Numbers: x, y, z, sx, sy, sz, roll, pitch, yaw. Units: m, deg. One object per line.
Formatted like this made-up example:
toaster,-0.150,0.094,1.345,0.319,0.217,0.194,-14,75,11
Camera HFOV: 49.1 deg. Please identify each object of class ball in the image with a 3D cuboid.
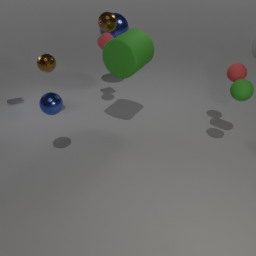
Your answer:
ball,3.992,-2.023,10.258,0.700,0.700,0.700,0,31,0
ball,-0.746,-3.895,10.290,0.700,0.700,0.700,0,31,0
ball,-2.328,-0.734,8.502,0.700,0.700,0.700,0,31,0
ball,3.609,-1.200,8.877,0.700,0.700,0.700,0,31,0
ball,-0.654,-4.756,13.392,1.400,1.400,1.400,0,31,0
ball,-3.064,-2.439,10.541,0.700,0.700,0.700,0,31,0

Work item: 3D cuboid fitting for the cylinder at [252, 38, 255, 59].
cylinder,4.153,-2.378,8.231,0.700,0.700,0.700,-23,18,-33

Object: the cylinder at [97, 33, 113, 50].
cylinder,-0.850,-3.601,12.034,0.700,0.700,0.700,-23,65,-33

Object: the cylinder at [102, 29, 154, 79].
cylinder,0.031,-2.682,10.056,1.400,1.400,1.400,17,40,26
